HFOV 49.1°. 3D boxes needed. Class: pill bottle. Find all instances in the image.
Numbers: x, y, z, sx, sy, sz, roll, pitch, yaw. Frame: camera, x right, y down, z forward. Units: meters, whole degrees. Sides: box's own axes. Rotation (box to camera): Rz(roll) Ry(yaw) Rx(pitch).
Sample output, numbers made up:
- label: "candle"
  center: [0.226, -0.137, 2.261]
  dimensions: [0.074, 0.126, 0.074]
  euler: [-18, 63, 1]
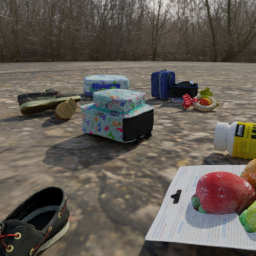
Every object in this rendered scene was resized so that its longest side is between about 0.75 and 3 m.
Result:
- label: "pill bottle"
  center: [3.059, 0.319, 7.106]
  dimensions: [1.606, 0.918, 0.918]
  euler: [7, 18, 24]

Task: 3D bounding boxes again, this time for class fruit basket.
- label: "fruit basket"
  center: [1.941, 1.165, 4.367]
  dimensions: [2.764, 1.296, 2.560]
  euler: [-10, 12, 23]

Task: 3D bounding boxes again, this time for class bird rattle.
- label: "bird rattle"
  center: [3.265, -1.201, 12.480]
  dimensions: [1.620, 0.912, 1.321]
  euler: [-14, 38, -31]

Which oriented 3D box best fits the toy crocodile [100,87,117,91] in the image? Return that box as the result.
- label: "toy crocodile"
  center: [-0.390, -1.341, 12.680]
  dimensions: [1.946, 0.601, 0.657]
  euler: [19, -17, -11]

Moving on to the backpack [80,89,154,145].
- label: "backpack"
  center: [-0.427, -0.399, 8.641]
  dimensions: [2.078, 1.565, 1.845]
  euler: [3, 16, 30]

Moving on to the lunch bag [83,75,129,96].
- label: "lunch bag"
  center: [-1.266, -2.420, 15.967]
  dimensions: [2.586, 1.066, 2.079]
  euler: [-2, 15, -8]

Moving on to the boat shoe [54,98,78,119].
- label: "boat shoe"
  center: [-2.547, -0.671, 11.116]
  dimensions: [0.619, 0.659, 1.832]
  euler: [-29, 13, 14]

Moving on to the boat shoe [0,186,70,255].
- label: "boat shoe"
  center: [-1.510, 1.501, 3.615]
  dimensions: [0.805, 0.689, 2.199]
  euler: [7, 19, 19]

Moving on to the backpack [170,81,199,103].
- label: "backpack"
  center: [2.898, -1.883, 14.247]
  dimensions: [1.387, 1.022, 1.519]
  euler: [5, 18, 18]

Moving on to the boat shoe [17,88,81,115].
- label: "boat shoe"
  center: [-3.309, -1.276, 11.945]
  dimensions: [2.776, 0.912, 0.992]
  euler: [-17, -11, -39]

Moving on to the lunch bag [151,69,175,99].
- label: "lunch bag"
  center: [1.929, -2.336, 14.774]
  dimensions: [1.076, 1.584, 1.048]
  euler: [-18, 23, -40]
